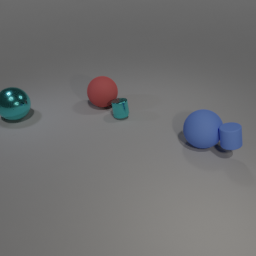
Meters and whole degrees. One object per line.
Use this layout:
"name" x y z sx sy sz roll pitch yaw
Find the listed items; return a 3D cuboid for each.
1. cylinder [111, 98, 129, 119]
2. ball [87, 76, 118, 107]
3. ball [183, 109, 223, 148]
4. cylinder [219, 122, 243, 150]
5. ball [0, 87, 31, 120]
"cylinder" -0.326 -0.856 12.027 0.700 0.700 0.700 -8 24 3
"ball" -1.160 -1.649 12.727 1.400 1.400 1.400 0 32 0
"ball" 2.690 0.032 10.041 1.400 1.400 1.400 0 32 0
"cylinder" 3.423 0.269 9.327 0.700 0.700 0.700 -11 24 5
"ball" -4.817 -1.015 11.759 1.400 1.400 1.400 0 32 0
